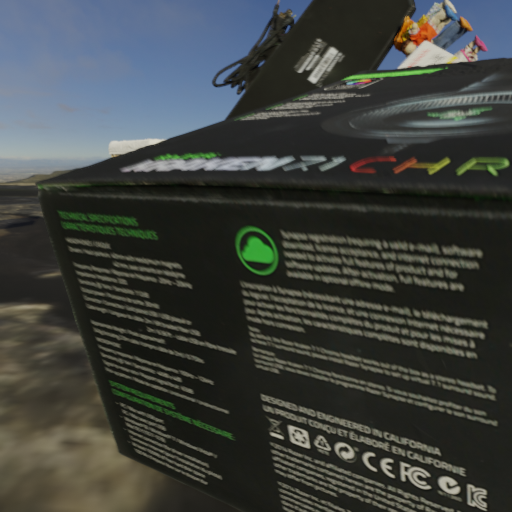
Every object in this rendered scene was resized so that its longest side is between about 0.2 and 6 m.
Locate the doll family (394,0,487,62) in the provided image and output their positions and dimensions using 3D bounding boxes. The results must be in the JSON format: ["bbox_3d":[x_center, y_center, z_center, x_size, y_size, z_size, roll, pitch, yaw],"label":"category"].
[{"bbox_3d":[2.972,-3.617,9.418,1.776,0.800,1.102,15,-38,-43],"label":"doll family"}]

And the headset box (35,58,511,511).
[{"bbox_3d":[1.091,-0.106,2.610,2.541,1.354,2.918,8,27,37],"label":"headset box"}]

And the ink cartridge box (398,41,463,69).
[{"bbox_3d":[2.285,-1.793,6.873,1.249,0.916,0.912,49,7,36],"label":"ink cartridge box"}]

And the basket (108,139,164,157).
[{"bbox_3d":[-1.488,-1.394,11.160,2.270,1.842,2.291,-6,10,-32],"label":"basket"}]

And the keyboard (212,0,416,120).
[{"bbox_3d":[0.852,-3.263,9.628,2.117,4.067,0.806,35,-11,0],"label":"keyboard"}]
